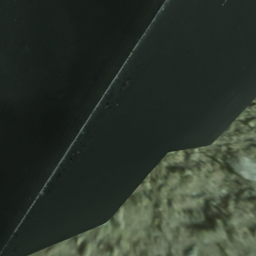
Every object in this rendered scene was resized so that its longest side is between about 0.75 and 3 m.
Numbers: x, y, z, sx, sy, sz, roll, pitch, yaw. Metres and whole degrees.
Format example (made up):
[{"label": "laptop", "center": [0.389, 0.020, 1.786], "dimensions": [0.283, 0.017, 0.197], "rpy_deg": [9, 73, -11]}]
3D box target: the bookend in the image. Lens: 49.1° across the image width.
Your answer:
[{"label": "bookend", "center": [0.025, -0.160, 2.496], "dimensions": [2.358, 2.343, 1.086], "rpy_deg": [-1, 44, -53]}]
